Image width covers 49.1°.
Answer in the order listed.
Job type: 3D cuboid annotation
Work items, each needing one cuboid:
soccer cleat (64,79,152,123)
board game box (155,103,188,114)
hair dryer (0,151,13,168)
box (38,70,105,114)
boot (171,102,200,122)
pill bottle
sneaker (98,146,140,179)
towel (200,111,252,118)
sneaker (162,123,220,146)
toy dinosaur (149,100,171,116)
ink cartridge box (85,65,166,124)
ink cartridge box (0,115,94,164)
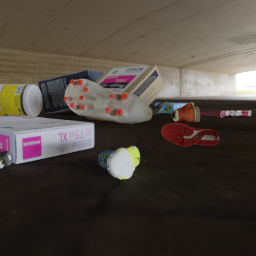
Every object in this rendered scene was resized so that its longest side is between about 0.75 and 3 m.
[{"bbox_3d":[-0.672,-0.666,7.786,2.973,1.030,1.153,19,-2,41],"label":"soccer cleat"},{"bbox_3d":[1.603,-1.061,14.612,2.807,0.514,2.123,5,9,36],"label":"board game box"},{"bbox_3d":[-2.400,0.373,3.507,1.546,0.420,1.178,2,8,16],"label":"hair dryer"},{"bbox_3d":[-2.508,-1.833,14.243,2.728,1.695,2.750,-9,5,16],"label":"box"},{"bbox_3d":[2.047,-0.580,10.442,0.949,0.664,1.770,-5,8,4],"label":"boot"},{"bbox_3d":[-5.129,-1.184,12.115,2.472,1.390,1.390,2,7,10],"label":"pill bottle"},{"bbox_3d":[-0.182,0.445,3.479,0.505,0.364,0.961,-10,-3,16],"label":"sneaker"},{"bbox_3d":[4.094,-0.647,12.448,2.404,0.273,1.731,-3,6,-37],"label":"towel"},{"bbox_3d":[1.197,0.161,5.640,1.122,0.439,0.648,12,-1,0],"label":"sneaker"},{"bbox_3d":[0.699,-0.834,12.254,2.459,0.947,1.258,12,25,-12],"label":"toy dinosaur"},{"bbox_3d":[-0.317,-1.282,10.356,2.643,0.993,2.177,7,48,45],"label":"ink cartridge box"},{"bbox_3d":[-2.122,0.092,5.273,2.665,0.559,1.591,9,11,37],"label":"ink cartridge box"}]
